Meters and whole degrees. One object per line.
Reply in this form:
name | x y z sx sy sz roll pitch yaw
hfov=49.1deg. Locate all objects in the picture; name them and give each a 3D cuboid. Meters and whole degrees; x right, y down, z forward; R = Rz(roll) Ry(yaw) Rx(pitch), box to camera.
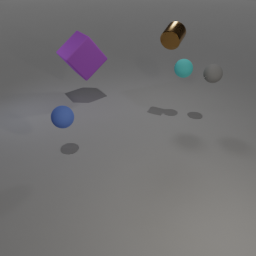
cylinder | 1.544 -3.153 9.555 0.700 0.700 0.700 14 52 25
ball | 3.167 -2.028 10.431 0.700 0.700 0.700 0 28 0
ball | 2.103 -2.256 10.598 0.700 0.700 0.700 0 28 0
ball | -2.001 -0.336 8.566 0.700 0.700 0.700 0 28 0
cube | -2.076 -3.257 12.589 1.400 1.400 1.400 -47 42 -1
